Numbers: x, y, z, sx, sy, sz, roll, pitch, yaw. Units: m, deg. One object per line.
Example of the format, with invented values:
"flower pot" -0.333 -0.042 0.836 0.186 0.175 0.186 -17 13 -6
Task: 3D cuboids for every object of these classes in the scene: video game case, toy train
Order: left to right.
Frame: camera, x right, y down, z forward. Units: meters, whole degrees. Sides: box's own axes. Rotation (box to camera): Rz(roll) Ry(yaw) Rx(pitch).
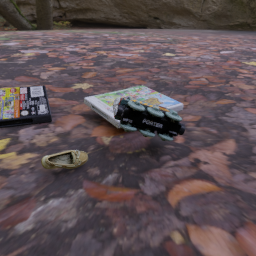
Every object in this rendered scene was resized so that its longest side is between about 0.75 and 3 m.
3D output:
"video game case" -3.720 -0.744 9.152 2.187 0.309 2.420 -7 32 -17
"video game case" 0.142 -0.764 8.804 2.368 0.261 2.156 -16 31 -29
"toy train" 0.466 -0.252 6.591 1.781 0.759 1.015 15 19 -17

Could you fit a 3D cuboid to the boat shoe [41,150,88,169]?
"boat shoe" -1.268 0.651 5.868 1.030 0.376 0.324 1 -17 -36
